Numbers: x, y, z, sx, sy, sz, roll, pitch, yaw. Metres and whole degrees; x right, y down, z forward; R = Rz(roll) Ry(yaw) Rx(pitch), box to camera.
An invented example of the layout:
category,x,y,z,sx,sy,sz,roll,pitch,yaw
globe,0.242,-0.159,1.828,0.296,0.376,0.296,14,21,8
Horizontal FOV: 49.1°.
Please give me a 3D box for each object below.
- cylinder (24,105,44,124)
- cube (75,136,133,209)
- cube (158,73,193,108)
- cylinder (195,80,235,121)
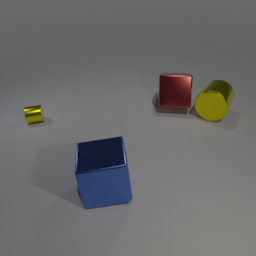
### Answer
category,x,y,z,sx,sy,sz,roll,pitch,yaw
cylinder,-3.969,-0.590,11.843,0.700,0.700,0.700,-12,34,-12
cube,-0.693,1.271,8.155,1.400,1.400,1.400,-9,33,-2
cube,2.139,-1.732,12.677,1.400,1.400,1.400,3,16,9
cylinder,3.787,-1.218,12.205,1.400,1.400,1.400,16,36,24
